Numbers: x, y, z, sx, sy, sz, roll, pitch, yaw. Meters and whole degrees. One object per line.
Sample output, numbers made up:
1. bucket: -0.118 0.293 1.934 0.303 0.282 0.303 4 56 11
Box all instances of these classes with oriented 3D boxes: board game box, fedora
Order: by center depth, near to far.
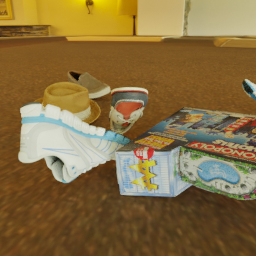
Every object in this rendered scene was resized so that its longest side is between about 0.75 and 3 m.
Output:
1. board game box: 1.334 0.480 5.010 2.827 0.873 2.829 -22 23 -38
2. fedora: -1.769 -0.778 8.071 2.012 0.821 2.012 8 33 -5

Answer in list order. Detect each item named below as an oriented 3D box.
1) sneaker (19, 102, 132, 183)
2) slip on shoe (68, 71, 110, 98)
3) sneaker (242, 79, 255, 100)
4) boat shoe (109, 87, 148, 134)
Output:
1. sneaker: -0.848 0.461 5.012 0.944 1.092 2.519 -6 -20 43
2. slip on shoe: -1.591 -1.742 10.777 0.922 0.734 2.424 -29 32 -25
3. sneaker: 4.272 -1.175 9.077 0.541 0.468 1.249 -39 74 -6
4. boat shoe: -0.060 -0.351 6.139 0.775 0.681 2.177 6 -11 -9
